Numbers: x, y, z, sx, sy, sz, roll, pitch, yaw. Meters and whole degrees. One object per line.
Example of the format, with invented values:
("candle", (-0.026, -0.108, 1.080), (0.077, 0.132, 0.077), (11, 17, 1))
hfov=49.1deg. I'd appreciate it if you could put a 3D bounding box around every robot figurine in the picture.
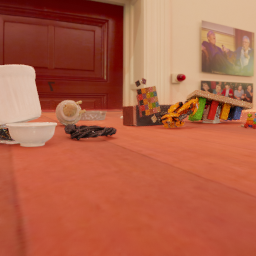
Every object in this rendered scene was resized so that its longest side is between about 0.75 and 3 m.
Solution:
("robot figurine", (2.058, -0.573, 11.167), (1.427, 0.573, 1.968), (-8, 23, 41))

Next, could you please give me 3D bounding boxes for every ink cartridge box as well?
("ink cartridge box", (4.183, -0.686, 14.024), (0.644, 0.890, 0.647), (-2, 6, -44))

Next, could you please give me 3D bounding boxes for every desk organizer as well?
("desk organizer", (1.065, -0.600, 12.877), (2.609, 0.936, 1.004), (-4, 4, -37))

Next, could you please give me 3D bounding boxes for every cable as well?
("cable", (-0.980, 0.129, 7.792), (1.337, 0.416, 1.639), (3, 0, -32))

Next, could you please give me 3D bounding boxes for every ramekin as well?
("ramekin", (-3.588, -0.601, 7.217), (2.696, 1.314, 2.696), (-16, 4, 1))

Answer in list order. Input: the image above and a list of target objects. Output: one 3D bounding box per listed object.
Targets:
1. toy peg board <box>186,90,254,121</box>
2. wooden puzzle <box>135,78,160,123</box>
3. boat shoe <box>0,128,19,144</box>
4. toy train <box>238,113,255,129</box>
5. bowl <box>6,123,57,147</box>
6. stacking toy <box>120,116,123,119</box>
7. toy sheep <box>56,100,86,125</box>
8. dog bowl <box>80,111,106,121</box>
("toy peg board", (4.362, -0.810, 14.224), (2.722, 1.337, 2.733), (15, 1, 2))
("wooden puzzle", (0.772, -1.054, 10.765), (1.047, 1.765, 0.124), (-17, 9, -40))
("boat shoe", (-2.863, 0.187, 6.768), (0.789, 0.358, 0.279), (2, 5, 24))
("toy train", (4.833, -0.306, 11.201), (0.437, 0.597, 1.032), (-2, 6, -32))
("bowl", (-2.189, 0.145, 6.426), (1.115, 0.501, 1.115), (-1, 5, 0))
("stacking toy", (0.494, -0.692, 17.635), (1.679, 0.709, 1.520), (1, 30, 44))
("toy sheep", (-2.609, -0.666, 12.427), (1.249, 1.249, 1.811), (-2, -13, -20))
("dog bowl", (-2.224, -0.762, 16.917), (1.883, 0.552, 1.883), (1, 5, 0))
